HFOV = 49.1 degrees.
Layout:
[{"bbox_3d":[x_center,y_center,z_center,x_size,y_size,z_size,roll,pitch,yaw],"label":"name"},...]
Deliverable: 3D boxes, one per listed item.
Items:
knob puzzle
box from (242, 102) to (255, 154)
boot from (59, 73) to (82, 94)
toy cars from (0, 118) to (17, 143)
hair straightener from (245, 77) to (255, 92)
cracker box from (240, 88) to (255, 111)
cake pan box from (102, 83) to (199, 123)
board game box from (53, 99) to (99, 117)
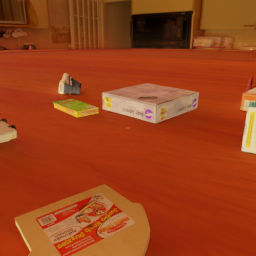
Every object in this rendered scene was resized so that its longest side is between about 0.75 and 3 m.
[{"bbox_3d":[-0.492,1.518,3.948,1.993,0.276,1.993,0,19,0],"label":"knob puzzle"},{"bbox_3d":[4.248,0.151,6.479,2.869,1.180,0.705,10,21,25],"label":"box"},{"bbox_3d":[-2.777,-2.123,13.840,0.991,0.798,2.193,7,24,-8],"label":"boot"},{"bbox_3d":[-4.231,0.108,7.550,2.812,0.623,1.261,5,19,5],"label":"toy cars"},{"bbox_3d":[6.207,-1.907,13.218,1.138,0.605,2.958,10,22,26],"label":"hair straightener"},{"bbox_3d":[5.597,-1.093,10.749,1.629,0.701,2.432,16,26,39],"label":"cracker box"},{"bbox_3d":[0.893,-1.075,10.687,2.635,0.748,2.862,19,27,38],"label":"cake pan box"},{"bbox_3d":[-2.021,-0.789,10.565,0.912,0.286,1.909,-15,26,-38],"label":"board game box"}]
